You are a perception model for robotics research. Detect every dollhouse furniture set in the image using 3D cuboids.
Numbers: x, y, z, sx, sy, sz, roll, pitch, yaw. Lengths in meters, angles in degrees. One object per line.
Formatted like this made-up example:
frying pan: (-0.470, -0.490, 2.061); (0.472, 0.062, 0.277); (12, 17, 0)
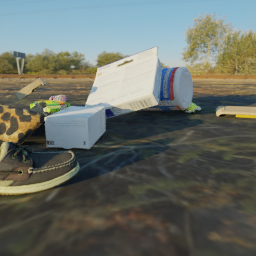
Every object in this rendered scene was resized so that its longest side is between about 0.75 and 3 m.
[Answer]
dollhouse furniture set: (-2.558, -0.714, 8.281); (0.850, 1.280, 1.121); (-33, 15, -3)

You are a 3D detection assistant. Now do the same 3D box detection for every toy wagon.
toy wagon: (-3.145, -0.849, 11.485); (1.506, 0.384, 1.941); (-6, 13, -24)

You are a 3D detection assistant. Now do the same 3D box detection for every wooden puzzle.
wooden puzzle: (4.287, -0.614, 10.677); (1.762, 0.328, 1.630); (-1, 11, 16)

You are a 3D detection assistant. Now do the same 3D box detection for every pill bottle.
pill bottle: (0.980, -1.554, 11.455); (2.987, 1.676, 1.676); (2, 11, 32)

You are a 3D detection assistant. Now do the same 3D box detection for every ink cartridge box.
ink cartridge box: (-0.115, -1.438, 9.212); (2.515, 0.512, 2.520); (-14, 43, 26)

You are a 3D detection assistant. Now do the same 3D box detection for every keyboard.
keyboard: (-3.269, 0.157, 6.984); (2.860, 0.567, 1.489); (-2, 35, -14)

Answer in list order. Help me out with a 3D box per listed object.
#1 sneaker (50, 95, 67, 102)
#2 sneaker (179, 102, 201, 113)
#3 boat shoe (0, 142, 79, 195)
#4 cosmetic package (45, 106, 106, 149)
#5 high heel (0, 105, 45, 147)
sneaker: (-3.739, -1.550, 14.948); (0.950, 0.382, 0.420); (-7, 6, -27)
sneaker: (2.456, -0.919, 11.476); (0.523, 0.530, 1.387); (-4, 13, -27)
boat shoe: (-1.714, 0.534, 4.011); (2.028, 0.667, 0.725); (-8, 23, -19)
cosmetic package: (-1.206, -0.069, 6.872); (1.026, 0.738, 1.818); (1, 11, 5)
high heel: (-2.683, 0.356, 3.938); (2.930, 1.046, 2.088); (-16, 11, -9)
